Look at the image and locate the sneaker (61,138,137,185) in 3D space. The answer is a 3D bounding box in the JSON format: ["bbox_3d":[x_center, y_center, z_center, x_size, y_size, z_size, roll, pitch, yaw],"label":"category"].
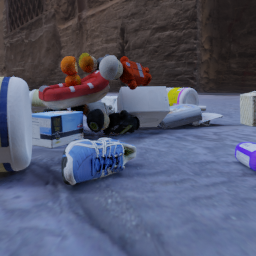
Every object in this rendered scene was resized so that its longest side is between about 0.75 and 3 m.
[{"bbox_3d":[-0.529,0.563,5.551,0.817,0.803,2.120,0,10,24],"label":"sneaker"}]

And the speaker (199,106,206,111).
[{"bbox_3d":[4.707,-1.301,18.375,0.790,0.321,0.321,0,9,2],"label":"speaker"}]

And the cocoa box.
[{"bbox_3d":[-2.172,-0.018,8.632,0.960,0.944,1.439,5,11,30],"label":"cocoa box"}]

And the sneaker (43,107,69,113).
[{"bbox_3d":[-2.452,-0.452,10.605,1.091,1.159,2.831,1,9,3],"label":"sneaker"}]

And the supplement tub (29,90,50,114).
[{"bbox_3d":[-4.667,-1.428,15.671,1.981,1.437,1.437,1,9,3],"label":"supplement tub"}]

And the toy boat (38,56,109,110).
[{"bbox_3d":[-1.860,-1.638,9.590,2.459,1.607,1.604,-17,20,-28],"label":"toy boat"}]

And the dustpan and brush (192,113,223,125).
[{"bbox_3d":[3.255,-0.373,12.600,1.252,0.513,1.794,-16,21,-18],"label":"dustpan and brush"}]

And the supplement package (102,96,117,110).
[{"bbox_3d":[-0.195,-0.843,12.877,1.659,1.181,2.131,-3,9,-19],"label":"supplement package"}]

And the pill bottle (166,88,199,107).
[{"bbox_3d":[2.563,-1.591,16.433,1.522,1.522,2.919,-7,11,-38],"label":"pill bottle"}]

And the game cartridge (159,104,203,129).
[{"bbox_3d":[2.113,-0.591,12.387,1.873,0.584,2.812,-18,11,-5],"label":"game cartridge"}]

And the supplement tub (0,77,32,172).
[{"bbox_3d":[-3.418,-0.047,5.602,2.726,1.968,1.968,-2,9,-14],"label":"supplement tub"}]

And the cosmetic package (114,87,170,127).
[{"bbox_3d":[0.457,-0.766,10.829,1.756,1.079,1.750,-3,-18,-14],"label":"cosmetic package"}]

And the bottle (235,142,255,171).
[{"bbox_3d":[2.820,0.668,5.880,0.629,0.492,1.506,1,9,-4],"label":"bottle"}]

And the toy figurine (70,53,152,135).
[{"bbox_3d":[-0.803,-1.259,10.038,1.941,2.790,2.747,5,15,-37],"label":"toy figurine"}]

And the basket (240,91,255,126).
[{"bbox_3d":[5.483,-0.828,12.135,0.903,1.464,0.992,-7,11,-12],"label":"basket"}]
